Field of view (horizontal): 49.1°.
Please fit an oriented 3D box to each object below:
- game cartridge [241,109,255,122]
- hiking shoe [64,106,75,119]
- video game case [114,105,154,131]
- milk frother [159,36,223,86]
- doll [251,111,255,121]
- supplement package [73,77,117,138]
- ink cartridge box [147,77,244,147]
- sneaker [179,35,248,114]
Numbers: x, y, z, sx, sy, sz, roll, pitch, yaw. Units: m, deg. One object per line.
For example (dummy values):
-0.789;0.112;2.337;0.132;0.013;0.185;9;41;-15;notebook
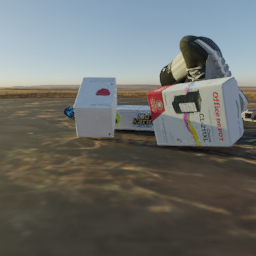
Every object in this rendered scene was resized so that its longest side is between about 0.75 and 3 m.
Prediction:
5.729;-0.414;10.120;1.905;0.564;2.938;-6;8;-17;game cartridge
-1.949;-0.763;11.091;1.685;0.627;0.730;0;-32;31;hiking shoe
0.391;-0.400;9.334;2.603;0.653;2.872;3;7;16;video game case
2.619;-1.718;10.138;2.310;2.085;2.173;9;-16;-18;milk frother
3.039;-0.134;5.566;0.741;0.263;1.086;-32;34;-29;doll
-0.791;-0.576;7.314;0.940;0.928;1.550;1;37;1;supplement package
1.291;-0.288;5.495;1.601;1.167;0.663;-2;17;41;ink cartridge box
2.014;-0.999;7.604;1.626;2.816;1.056;-46;18;-8;sneaker
